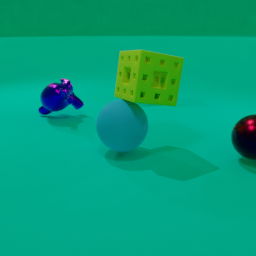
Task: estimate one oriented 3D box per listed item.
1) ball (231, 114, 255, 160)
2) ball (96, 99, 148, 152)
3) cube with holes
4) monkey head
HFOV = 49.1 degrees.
[{"bbox_3d":[2.935,0.212,6.447,1.060,1.060,1.060,0,20,0],"label":"ball"},{"bbox_3d":[-0.141,-0.060,6.902,1.289,1.289,1.289,0,20,0],"label":"ball"},{"bbox_3d":[0.472,-1.200,6.760,1.132,1.132,1.132,3,11,-27],"label":"cube with holes"},{"bbox_3d":[-2.280,-0.947,9.631,1.914,1.377,1.154,-27,25,46],"label":"monkey head"}]
